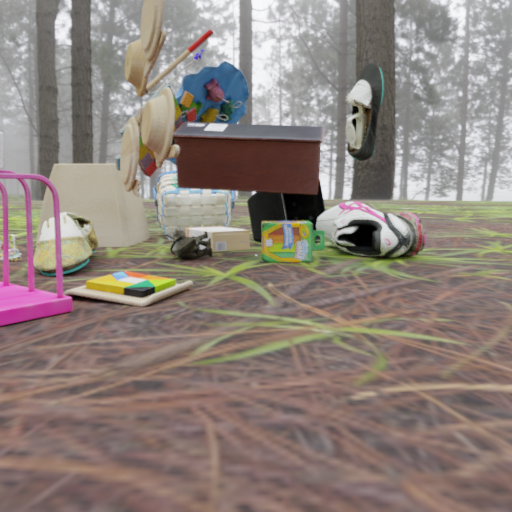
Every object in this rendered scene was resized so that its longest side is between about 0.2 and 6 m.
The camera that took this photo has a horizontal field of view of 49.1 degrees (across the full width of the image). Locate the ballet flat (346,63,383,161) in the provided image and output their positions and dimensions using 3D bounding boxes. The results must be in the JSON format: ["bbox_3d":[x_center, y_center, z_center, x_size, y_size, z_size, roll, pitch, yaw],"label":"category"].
[{"bbox_3d":[2.053,-2.765,10.771,0.635,1.857,0.631,-7,14,-37],"label":"ballet flat"}]

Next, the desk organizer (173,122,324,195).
[{"bbox_3d":[-0.128,-1.885,10.742,2.763,1.064,0.991,4,27,6],"label":"desk organizer"}]

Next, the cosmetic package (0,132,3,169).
[{"bbox_3d":[-3.082,-1.112,5.810,0.609,0.428,1.201,3,10,-11],"label":"cosmetic package"}]

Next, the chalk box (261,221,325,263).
[{"bbox_3d":[0.725,-0.290,10.926,1.245,0.777,0.772,-1,7,1],"label":"chalk box"}]

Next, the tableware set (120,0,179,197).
[{"bbox_3d":[-1.612,-2.414,8.264,0.353,3.040,2.540,3,-3,-23],"label":"tableware set"}]

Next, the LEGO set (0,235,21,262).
[{"bbox_3d":[-5.146,-0.175,11.156,1.302,0.485,0.599,4,8,28],"label":"LEGO set"}]

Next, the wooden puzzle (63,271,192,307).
[{"bbox_3d":[-1.704,0.413,7.594,1.339,0.249,1.238,3,8,19],"label":"wooden puzzle"}]

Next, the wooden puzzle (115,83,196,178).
[{"bbox_3d":[-1.875,-2.374,10.636,0.156,2.218,1.315,28,-19,23],"label":"wooden puzzle"}]

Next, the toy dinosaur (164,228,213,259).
[{"bbox_3d":[-1.330,-0.151,11.155,0.867,0.652,1.695,-13,15,-8],"label":"toy dinosaur"}]

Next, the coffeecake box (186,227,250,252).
[{"bbox_3d":[-0.901,-0.396,12.894,0.982,0.467,1.279,-5,9,-33],"label":"coffeecake box"}]

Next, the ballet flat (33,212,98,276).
[{"bbox_3d":[-3.498,-0.309,10.295,1.033,1.033,2.921,-1,8,-8],"label":"ballet flat"}]

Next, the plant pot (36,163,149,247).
[{"bbox_3d":[-4.048,-1.317,14.146,2.244,1.987,2.242,1,7,3],"label":"plant pot"}]

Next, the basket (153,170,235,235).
[{"bbox_3d":[-1.746,-1.590,16.277,2.463,1.943,2.793,-2,17,-10],"label":"basket"}]

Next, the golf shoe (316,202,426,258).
[{"bbox_3d":[2.113,-0.602,12.073,1.388,1.095,3.015,-4,9,-30],"label":"golf shoe"}]

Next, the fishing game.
[{"bbox_3d":[-1.087,-2.936,12.073,0.562,2.591,3.618,46,-6,24],"label":"fishing game"}]

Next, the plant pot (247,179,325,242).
[{"bbox_3d":[0.721,-1.072,14.318,1.454,1.635,1.639,-11,-2,44],"label":"plant pot"}]

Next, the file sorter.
[{"bbox_3d":[-3.753,-0.169,6.551,2.668,1.673,1.854,6,9,37],"label":"file sorter"}]
